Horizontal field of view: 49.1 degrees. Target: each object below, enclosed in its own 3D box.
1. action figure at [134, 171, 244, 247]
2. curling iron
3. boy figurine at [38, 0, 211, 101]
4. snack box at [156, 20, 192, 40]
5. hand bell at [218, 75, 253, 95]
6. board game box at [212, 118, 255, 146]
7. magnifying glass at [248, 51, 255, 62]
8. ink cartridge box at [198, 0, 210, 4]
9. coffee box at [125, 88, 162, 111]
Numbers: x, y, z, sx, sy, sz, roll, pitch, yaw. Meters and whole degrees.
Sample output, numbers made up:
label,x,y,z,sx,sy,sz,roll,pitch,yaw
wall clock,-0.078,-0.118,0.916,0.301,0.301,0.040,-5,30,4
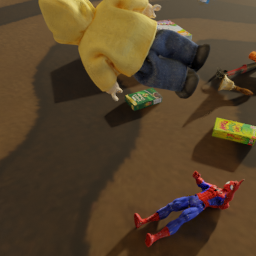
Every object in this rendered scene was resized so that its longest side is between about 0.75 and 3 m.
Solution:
label,x,y,z,sx,sy,sz,roll,pitch,yaw
action figure,1.198,1.252,5.045,2.130,1.054,0.695,-17,44,-22
curling iron,3.797,-2.026,9.389,2.062,0.263,0.511,-18,43,-19
boy figurine,-0.085,-0.885,3.058,1.852,1.151,0.597,19,-1,-7
snack box,0.793,-3.375,10.623,2.611,0.692,1.857,-14,43,-16
hand bell,3.258,-1.183,8.380,0.971,0.505,0.505,23,45,8
board game box,2.643,0.082,6.960,0.983,0.234,0.499,15,43,16
magnifying glass,5.066,-1.815,8.999,1.014,0.285,2.547,-28,52,-31
ink cartridge box,1.908,-3.784,7.798,0.574,0.331,0.791,37,28,28
coffee box,0.451,-0.838,8.049,0.941,0.207,0.579,-18,44,-20
